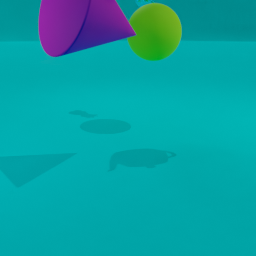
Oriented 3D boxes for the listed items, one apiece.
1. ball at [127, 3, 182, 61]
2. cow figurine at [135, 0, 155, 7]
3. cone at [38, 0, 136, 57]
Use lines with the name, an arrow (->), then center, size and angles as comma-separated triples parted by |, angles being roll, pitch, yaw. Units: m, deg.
ball -> 0.651, -2.389, 7.040 | 1.373, 1.373, 1.373 | 0, 19, 0
cow figurine -> 0.418, -3.879, 7.678 | 1.002, 1.019, 0.559 | 31, 8, 23
cone -> -0.421, -1.783, 4.685 | 1.555, 1.549, 1.549 | 5, 11, -43
